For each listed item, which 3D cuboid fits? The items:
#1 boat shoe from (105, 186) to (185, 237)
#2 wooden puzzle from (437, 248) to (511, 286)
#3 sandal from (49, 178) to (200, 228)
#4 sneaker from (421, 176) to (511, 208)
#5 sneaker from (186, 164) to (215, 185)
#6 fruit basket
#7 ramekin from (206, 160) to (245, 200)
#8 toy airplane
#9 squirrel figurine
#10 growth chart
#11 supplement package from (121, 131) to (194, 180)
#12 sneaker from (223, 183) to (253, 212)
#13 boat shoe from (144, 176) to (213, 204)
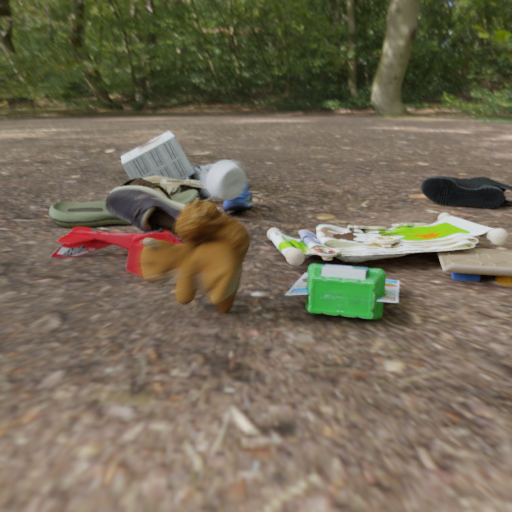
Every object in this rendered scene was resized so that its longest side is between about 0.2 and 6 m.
[{"bbox_3d":[-1.930,-0.764,10.396,2.052,0.738,0.665,20,23,10],"label":"boat shoe"},{"bbox_3d":[3.537,0.162,8.689,1.357,0.339,1.465,4,13,11],"label":"wooden puzzle"},{"bbox_3d":[-2.747,-1.188,11.954,3.192,0.911,1.267,-6,18,-18],"label":"sandal"},{"bbox_3d":[5.262,-1.575,13.692,2.293,0.689,1.196,12,21,20],"label":"sneaker"},{"bbox_3d":[-1.206,-2.153,15.285,1.155,0.755,2.010,-8,15,-16],"label":"sneaker"},{"bbox_3d":[1.196,0.362,7.409,1.381,0.699,1.491,5,15,15],"label":"fruit basket"},{"bbox_3d":[-0.612,-1.576,11.852,0.816,0.816,0.398,-14,33,-37],"label":"ramekin"},{"bbox_3d":[-2.194,-0.223,9.597,2.643,0.486,2.643,0,15,0],"label":"toy airplane"},{"bbox_3d":[-0.778,-0.035,6.999,1.219,1.306,0.925,18,-4,9],"label":"squirrel figurine"},{"bbox_3d":[2.164,-0.343,9.902,4.053,0.359,2.933,-5,11,-11],"label":"growth chart"},{"bbox_3d":[-2.599,-2.383,14.617,1.497,1.101,1.431,-29,22,-5],"label":"supplement package"},{"bbox_3d":[-0.435,-1.345,12.744,0.553,0.615,1.495,-4,10,8],"label":"sneaker"},{"bbox_3d":[-2.008,-1.488,13.312,2.026,0.731,0.658,-3,16,-28],"label":"boat shoe"}]
